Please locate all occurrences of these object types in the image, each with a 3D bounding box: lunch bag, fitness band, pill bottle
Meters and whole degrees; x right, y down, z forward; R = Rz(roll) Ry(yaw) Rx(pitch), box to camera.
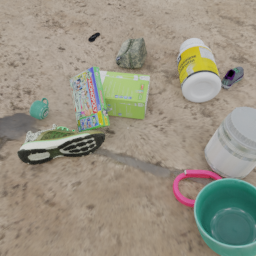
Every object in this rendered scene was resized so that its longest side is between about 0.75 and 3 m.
[{"bbox_3d":[0.130,-3.415,12.881,1.201,0.997,1.432,-1,48,20],"label":"lunch bag"},{"bbox_3d":[2.290,1.925,8.942,1.687,0.316,1.212,1,51,1],"label":"fitness band"},{"bbox_3d":[2.879,-2.510,11.736,1.539,1.539,2.748,0,50,0],"label":"pill bottle"}]

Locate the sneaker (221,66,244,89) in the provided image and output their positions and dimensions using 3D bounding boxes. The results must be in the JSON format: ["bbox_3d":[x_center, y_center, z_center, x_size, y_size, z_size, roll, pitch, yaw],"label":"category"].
[{"bbox_3d":[4.634,-2.351,12.145,0.598,0.703,1.607,33,59,24],"label":"sneaker"}]

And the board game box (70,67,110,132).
[{"bbox_3d":[-1.412,-0.970,10.073,0.304,1.407,2.092,-6,83,-48],"label":"board game box"}]

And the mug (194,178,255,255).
[{"bbox_3d":[2.937,2.614,7.450,1.874,1.410,2.281,-37,46,-11],"label":"mug"}]

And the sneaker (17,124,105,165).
[{"bbox_3d":[-2.288,0.287,9.695,2.958,1.137,1.310,-9,53,-6],"label":"sneaker"}]

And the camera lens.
[{"bbox_3d":[3.498,0.535,8.882,1.611,2.014,1.611,7,48,-8],"label":"camera lens"}]

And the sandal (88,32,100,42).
[{"bbox_3d":[-1.759,-4.703,14.378,0.333,0.188,0.877,22,54,17],"label":"sandal"}]

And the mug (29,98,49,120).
[{"bbox_3d":[-3.313,-0.724,10.661,0.502,0.812,0.667,24,15,15],"label":"mug"}]

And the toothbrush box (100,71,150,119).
[{"bbox_3d":[-0.335,-1.349,11.136,2.254,0.970,1.641,7,49,4],"label":"toothbrush box"}]
